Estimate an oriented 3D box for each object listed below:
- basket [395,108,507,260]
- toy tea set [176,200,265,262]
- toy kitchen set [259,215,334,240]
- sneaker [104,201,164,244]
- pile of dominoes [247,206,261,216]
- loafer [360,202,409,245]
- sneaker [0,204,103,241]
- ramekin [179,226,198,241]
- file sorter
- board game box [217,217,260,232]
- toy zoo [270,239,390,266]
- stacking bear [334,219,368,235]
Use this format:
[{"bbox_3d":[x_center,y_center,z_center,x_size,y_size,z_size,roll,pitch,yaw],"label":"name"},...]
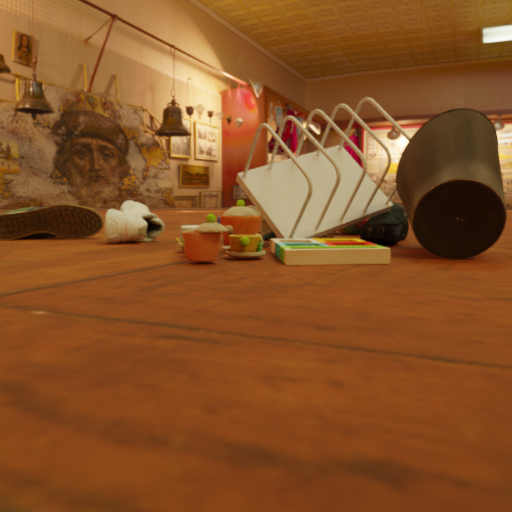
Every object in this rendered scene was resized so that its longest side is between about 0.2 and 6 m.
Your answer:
[{"bbox_3d":[3.490,-1.172,10.055,1.766,2.342,2.597,25,33,-1],"label":"basket"},{"bbox_3d":[-0.609,-0.494,9.766,1.579,0.983,2.655,0,5,-8],"label":"toy tea set"},{"bbox_3d":[0.427,-0.637,12.568,1.562,1.148,1.949,-6,-12,-41],"label":"toy kitchen set"},{"bbox_3d":[-2.738,-0.711,13.296,1.206,0.946,2.428,7,15,1],"label":"sneaker"},{"bbox_3d":[1.115,-1.367,16.594,2.309,0.472,2.962,-22,22,-20],"label":"pile of dominoes"},{"bbox_3d":[2.936,-0.763,12.713,0.905,0.936,2.667,4,8,24],"label":"loafer"},{"bbox_3d":[-5.170,-0.886,14.051,2.618,0.878,1.175,-4,12,-11],"label":"sneaker"},{"bbox_3d":[-1.461,-0.533,13.364,0.738,0.360,0.738,0,6,0],"label":"ramekin"},{"bbox_3d":[1.441,-1.820,11.413,2.880,1.998,1.793,-21,-29,-28],"label":"file sorter"},{"bbox_3d":[0.235,-1.004,17.332,2.060,0.449,2.070,6,8,37],"label":"board game box"},{"bbox_3d":[1.156,-0.117,9.864,1.674,0.261,2.552,0,6,-4],"label":"toy zoo"},{"bbox_3d":[2.531,-1.095,15.618,1.903,1.082,1.156,-8,25,45],"label":"stacking bear"}]
